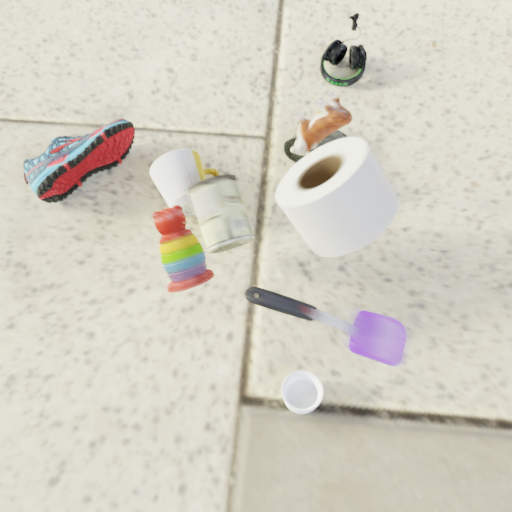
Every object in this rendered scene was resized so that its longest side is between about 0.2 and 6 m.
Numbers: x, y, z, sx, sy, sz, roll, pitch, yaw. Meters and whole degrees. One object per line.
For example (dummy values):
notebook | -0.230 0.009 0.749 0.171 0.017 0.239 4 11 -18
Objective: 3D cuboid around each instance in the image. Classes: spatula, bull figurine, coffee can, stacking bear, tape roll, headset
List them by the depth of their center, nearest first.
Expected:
spatula | 1.045 0.947 8.441 2.558 0.263 0.723 20 75 -8
stacking bear | -1.347 -0.157 9.793 0.864 0.810 1.424 -21 97 -12
tape roll | 1.446 -1.053 10.070 1.857 1.275 1.857 -29 29 18
coffee can | -0.666 -0.784 10.630 0.933 0.933 1.275 -16 85 -9
bull figurine | 1.155 -2.544 10.854 1.384 0.840 0.451 -28 21 27
headset | 2.240 -5.067 13.853 1.104 0.840 1.788 16 72 8

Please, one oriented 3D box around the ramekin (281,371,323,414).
ramekin | 0.792 2.390 9.723 0.717 0.350 0.717 0 60 -1

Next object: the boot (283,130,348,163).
boot | 1.674 -2.290 12.361 1.943 0.658 1.269 40 61 19

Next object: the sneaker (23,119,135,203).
sneaker | -3.882 -2.341 12.136 2.623 1.040 1.253 -38 65 -21

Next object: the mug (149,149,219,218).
mug | -1.378 -1.486 11.637 1.387 1.111 1.139 -22 69 -5
